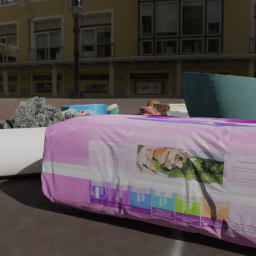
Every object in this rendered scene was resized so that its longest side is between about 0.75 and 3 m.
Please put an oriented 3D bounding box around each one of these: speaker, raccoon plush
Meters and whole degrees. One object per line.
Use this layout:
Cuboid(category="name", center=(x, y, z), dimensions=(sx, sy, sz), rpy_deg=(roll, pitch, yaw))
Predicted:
Cuboid(category="speaker", center=(-1.648, 0.394, 4.748), dimensions=(2.036, 0.827, 0.827), rpy_deg=(-3, 8, -20))
Cuboid(category="raccoon plush", center=(-1.924, 0.288, 6.455), dimensions=(1.697, 1.225, 2.533), rpy_deg=(16, 39, 16))

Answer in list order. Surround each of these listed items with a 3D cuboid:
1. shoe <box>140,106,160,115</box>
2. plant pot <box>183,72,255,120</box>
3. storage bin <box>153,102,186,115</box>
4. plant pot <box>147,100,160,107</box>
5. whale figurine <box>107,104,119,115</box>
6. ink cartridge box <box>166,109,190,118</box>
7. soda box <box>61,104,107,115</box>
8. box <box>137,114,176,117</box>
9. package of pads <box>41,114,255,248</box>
Cuboid(category="shoe", center=(1.225, -0.627, 12.818), dimensions=(1.583, 0.720, 0.565), rpy_deg=(4, 9, 30))
Cuboid(category="plant pot", center=(2.797, -0.588, 8.076), dimensions=(2.628, 1.770, 2.628), rpy_deg=(6, 11, -1))
Cuboid(category="storage bin", center=(2.394, -0.828, 13.886), dimensions=(1.804, 0.846, 1.791), rpy_deg=(-3, 9, -21))
Cuboid(category="plant pot", center=(1.458, -1.072, 16.195), dimensions=(0.873, 0.873, 0.936), rpy_deg=(2, 22, 12))
Cuboid(category="whale figurine", center=(-1.023, -0.838, 15.351), dimensions=(1.259, 0.653, 1.002), rpy_deg=(-25, 3, 44))
Cuboid(category="ink cartridge box", center=(2.462, -0.427, 11.632), dimensions=(1.113, 0.641, 1.921), rpy_deg=(5, 9, 31))
Cuboid(category="soda box", center=(-2.036, -0.719, 13.330), dimensions=(0.721, 0.763, 2.248), rpy_deg=(7, 11, 42))
Cuboid(category="box", center=(0.675, -0.135, 9.973), dimensions=(2.298, 0.500, 1.841), rpy_deg=(-3, 8, -24))
Cuboid(category="package of pads", center=(0.678, 0.423, 3.380), dimensions=(2.965, 1.122, 1.786), rpy_deg=(3, 8, 24))
